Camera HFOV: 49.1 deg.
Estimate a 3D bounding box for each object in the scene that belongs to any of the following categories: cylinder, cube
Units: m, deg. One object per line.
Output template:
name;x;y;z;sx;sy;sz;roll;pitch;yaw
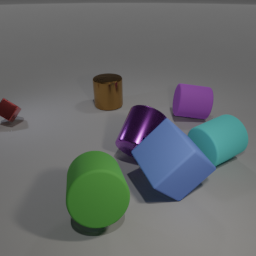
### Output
cylinder;2.783;-1.154;12.160;1.400;1.400;1.400;7;27;-4
cube;-5.010;-0.734;11.703;0.700;0.700;0.700;31;-9;-6
cylinder;-0.761;1.407;6.707;1.400;1.400;1.400;-5;14;-10
cube;1.226;0.881;7.642;1.400;1.400;1.400;35;15;-44
cylinder;-0.957;-1.755;13.507;1.400;1.400;1.400;-1;29;0
cylinder;2.926;0.416;9.221;1.400;1.400;1.400;-21;34;-25
cylinder;0.476;0.183;9.294;1.400;1.400;1.400;14;66;25
